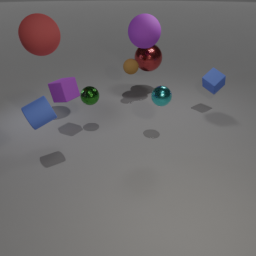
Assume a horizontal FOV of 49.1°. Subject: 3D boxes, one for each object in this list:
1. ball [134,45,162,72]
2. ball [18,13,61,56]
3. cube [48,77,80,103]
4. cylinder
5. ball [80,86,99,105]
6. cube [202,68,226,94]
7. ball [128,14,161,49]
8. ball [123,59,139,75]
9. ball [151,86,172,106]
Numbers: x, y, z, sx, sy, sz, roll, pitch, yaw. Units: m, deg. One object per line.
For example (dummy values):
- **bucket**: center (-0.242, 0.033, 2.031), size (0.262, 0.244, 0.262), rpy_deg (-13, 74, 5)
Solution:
- **ball**: center (1.024, -3.551, 14.091), size (1.400, 1.400, 1.400), rpy_deg (0, 28, 0)
- **ball**: center (-3.051, -3.215, 9.688), size (1.400, 1.400, 1.400), rpy_deg (0, 28, 0)
- **cube**: center (-2.229, -1.334, 9.788), size (0.700, 0.700, 0.700), rpy_deg (2, 26, 36)
- **cylinder**: center (-2.420, -0.417, 7.660), size (0.700, 0.700, 0.700), rpy_deg (-32, 36, -10)
- **ball**: center (-1.402, -1.187, 10.295), size (0.700, 0.700, 0.700), rpy_deg (0, 28, 0)
- **cube**: center (3.723, -2.033, 12.165), size (0.700, 0.700, 0.700), rpy_deg (-42, 62, -6)
- **ball**: center (0.695, -4.093, 11.866), size (1.400, 1.400, 1.400), rpy_deg (0, 28, 0)
- **ball**: center (0.129, -2.751, 12.540), size (0.700, 0.700, 0.700), rpy_deg (0, 28, 0)
- **ball**: center (1.137, -1.084, 9.513), size (0.700, 0.700, 0.700), rpy_deg (0, 28, 0)
